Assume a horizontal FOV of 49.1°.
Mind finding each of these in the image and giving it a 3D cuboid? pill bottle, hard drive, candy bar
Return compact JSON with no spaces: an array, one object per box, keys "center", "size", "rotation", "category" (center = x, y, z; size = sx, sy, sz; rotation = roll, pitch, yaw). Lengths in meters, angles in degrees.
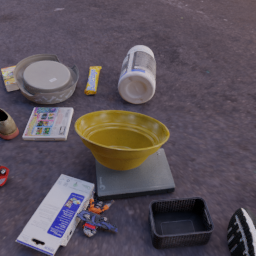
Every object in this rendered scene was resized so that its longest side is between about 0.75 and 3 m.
[{"center":[0.488,-2.567,12.931],"size":[1.618,1.618,2.844],"rotation":[4,43,4],"category":"pill bottle"},{"center":[0.157,1.505,9.353],"size":[2.451,0.403,1.710],"rotation":[-5,42,-6],"category":"hard drive"},{"center":[-1.710,-2.356,13.717],"size":[0.610,0.271,2.448],"rotation":[1,42,1],"category":"candy bar"}]

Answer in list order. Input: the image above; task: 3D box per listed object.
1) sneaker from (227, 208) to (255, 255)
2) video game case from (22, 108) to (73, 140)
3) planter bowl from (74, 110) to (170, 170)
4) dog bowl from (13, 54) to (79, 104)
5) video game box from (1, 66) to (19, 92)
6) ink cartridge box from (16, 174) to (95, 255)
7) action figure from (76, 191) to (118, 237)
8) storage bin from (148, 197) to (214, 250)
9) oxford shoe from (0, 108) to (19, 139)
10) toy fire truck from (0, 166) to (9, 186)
[{"center":[3.457,3.413,6.942],"size":[1.199,1.105,2.998],"rotation":[4,46,-14],"category":"sneaker"},{"center":[-3.196,-0.200,11.377],"size":[1.673,0.218,1.838],"rotation":[0,43,1],"category":"video game case"},{"center":[-0.240,0.506,8.996],"size":[2.960,1.233,2.960],"rotation":[6,24,-3],"category":"planter bowl"},{"center":[-3.687,-2.233,12.848],"size":[2.857,0.838,2.857],"rotation":[5,49,-6],"category":"dog bowl"},{"center":[-5.185,-2.591,13.858],"size":[1.854,0.434,1.689],"rotation":[-18,43,-19],"category":"video game box"},{"center":[-2.017,2.516,8.198],"size":[1.210,0.477,2.434],"rotation":[15,43,16],"category":"ink cartridge box"},{"center":[-0.848,2.616,8.151],"size":[1.267,0.663,1.226],"rotation":[31,53,-3],"category":"action figure"},{"center":[1.432,2.648,7.839],"size":[1.622,0.761,1.097],"rotation":[-4,43,-4],"category":"storage bin"},{"center":[-5.287,-0.572,11.214],"size":[2.596,0.971,0.914],"rotation":[29,50,28],"category":"oxford shoe"},{"center":[-4.715,1.804,8.598],"size":[0.461,1.334,1.891],"rotation":[18,4,38],"category":"toy fire truck"}]
